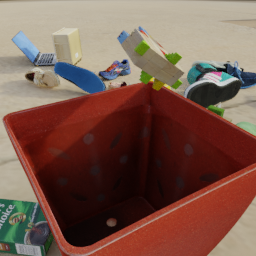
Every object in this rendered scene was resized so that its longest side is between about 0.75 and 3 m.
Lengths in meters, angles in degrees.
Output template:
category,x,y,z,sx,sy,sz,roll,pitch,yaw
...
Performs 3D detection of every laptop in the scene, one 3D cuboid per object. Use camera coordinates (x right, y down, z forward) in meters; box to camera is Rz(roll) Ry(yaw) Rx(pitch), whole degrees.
category,x,y,z,sx,sy,sz,roll,pitch,yaw
laptop,-4.485,-4.210,14.628,2.375,1.376,2.224,-4,31,-6

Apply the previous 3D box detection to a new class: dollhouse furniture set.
category,x,y,z,sx,sy,sz,roll,pitch,yaw
dollhouse furniture set,3.200,-0.244,8.348,1.450,0.728,0.950,24,38,35

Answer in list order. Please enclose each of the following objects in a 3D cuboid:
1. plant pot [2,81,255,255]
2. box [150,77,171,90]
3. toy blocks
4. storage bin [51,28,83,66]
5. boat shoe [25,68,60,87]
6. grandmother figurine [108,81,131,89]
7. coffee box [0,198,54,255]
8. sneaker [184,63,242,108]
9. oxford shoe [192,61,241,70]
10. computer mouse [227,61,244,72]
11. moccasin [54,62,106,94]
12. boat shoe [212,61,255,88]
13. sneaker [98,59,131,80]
category,x,y,z,sx,sy,sz,roll,pitch,yaw
plant pot,0.006,1.060,4.340,2.745,2.419,2.743,-18,36,-26
box,0.988,-1.273,9.929,1.034,0.949,2.952,4,29,6
toy blocks,0.305,-1.135,4.177,1.229,0.614,0.840,18,36,-48
storage bin,-2.942,-3.948,13.853,0.798,1.691,1.704,1,29,9
boat shoe,-3.551,-1.993,11.496,2.008,0.740,0.695,19,39,41
grandmother figurine,-0.270,-1.708,11.385,0.993,0.301,0.602,11,59,13
coffee box,-2.116,1.790,5.172,1.602,0.352,0.985,4,30,8
sneaker,2.678,-1.647,10.294,2.807,1.174,1.695,-13,36,-36
oxford shoe,3.877,-2.628,12.356,2.209,0.830,0.638,6,52,-2
computer mouse,4.485,-2.937,13.358,1.849,0.426,1.298,-11,33,-19
moccasin,-1.787,-2.027,11.007,2.255,0.907,0.769,33,10,9
boat shoe,4.066,-2.184,11.514,2.741,0.941,1.154,-2,30,-3
sneaker,-0.615,-2.671,12.599,0.686,0.715,1.822,24,37,37
